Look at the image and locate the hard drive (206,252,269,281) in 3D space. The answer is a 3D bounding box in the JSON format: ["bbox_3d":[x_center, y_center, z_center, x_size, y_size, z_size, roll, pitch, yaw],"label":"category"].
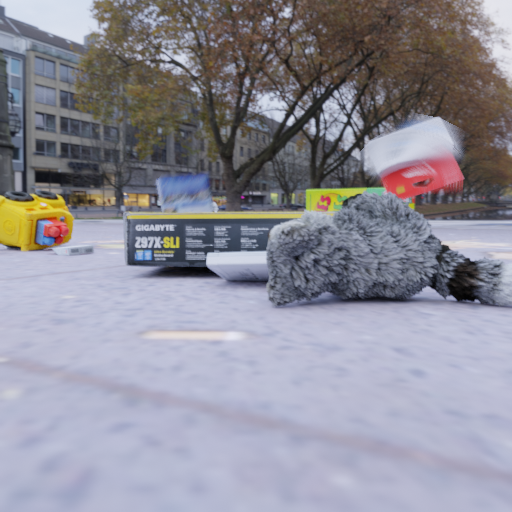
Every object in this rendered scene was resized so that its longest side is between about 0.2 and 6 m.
[{"bbox_3d":[0.219,0.132,6.740,1.418,0.189,0.935,-1,-14,12],"label":"hard drive"}]

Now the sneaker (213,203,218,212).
[{"bbox_3d":[-1.508,-0.907,15.354,0.997,1.010,2.543,-21,1,7],"label":"sneaker"}]

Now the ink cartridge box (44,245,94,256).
[{"bbox_3d":[-3.859,-0.097,11.527,0.800,0.200,0.648,-6,2,33],"label":"ink cartridge box"}]

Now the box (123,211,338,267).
[{"bbox_3d":[-0.010,-0.240,8.570,3.320,0.819,2.651,0,0,5],"label":"box"}]

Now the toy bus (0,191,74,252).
[{"bbox_3d":[-4.819,-0.718,12.823,1.740,1.230,1.813,19,17,26],"label":"toy bus"}]

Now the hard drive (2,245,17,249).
[{"bbox_3d":[-5.561,-0.295,13.606,1.041,0.137,0.687,-3,10,-32],"label":"hard drive"}]

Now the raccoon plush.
[{"bbox_3d":[1.193,0.017,5.234,2.329,1.127,1.560,4,14,35],"label":"raccoon plush"}]

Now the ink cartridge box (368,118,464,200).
[{"bbox_3d":[2.143,-1.290,7.539,1.027,0.905,0.230,-19,-23,6],"label":"ink cartridge box"}]

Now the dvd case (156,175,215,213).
[{"bbox_3d":[-1.656,-1.125,13.677,1.271,1.781,0.156,-8,-18,-18],"label":"dvd case"}]

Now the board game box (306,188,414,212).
[{"bbox_3d":[2.475,-0.935,13.747,0.669,1.427,2.810,-7,8,-43],"label":"board game box"}]
